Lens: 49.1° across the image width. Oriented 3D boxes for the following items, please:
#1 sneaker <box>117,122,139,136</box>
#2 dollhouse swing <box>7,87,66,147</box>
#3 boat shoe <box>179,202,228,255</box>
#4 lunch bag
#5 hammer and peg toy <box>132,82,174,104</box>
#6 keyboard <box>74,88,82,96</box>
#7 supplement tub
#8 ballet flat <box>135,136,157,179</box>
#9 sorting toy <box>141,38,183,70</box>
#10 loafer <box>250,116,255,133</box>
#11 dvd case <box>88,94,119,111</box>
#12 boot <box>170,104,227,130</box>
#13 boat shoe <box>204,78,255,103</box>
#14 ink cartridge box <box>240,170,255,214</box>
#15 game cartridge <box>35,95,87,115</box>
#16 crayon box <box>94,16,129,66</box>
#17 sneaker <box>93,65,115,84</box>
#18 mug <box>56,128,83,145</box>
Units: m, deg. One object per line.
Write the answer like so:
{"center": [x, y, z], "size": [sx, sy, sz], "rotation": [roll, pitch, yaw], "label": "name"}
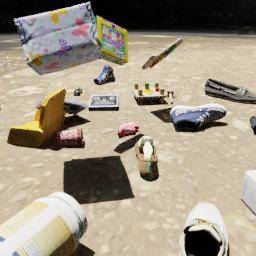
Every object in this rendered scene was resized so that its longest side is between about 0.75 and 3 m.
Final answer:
{"center": [0.032, 0.040, 10.852], "size": [0.471, 0.401, 1.087], "rotation": [19, 30, 34], "label": "sneaker"}
{"center": [-3.410, -0.564, 10.527], "size": [1.840, 1.780, 2.025], "rotation": [6, 26, 12], "label": "dollhouse swing"}
{"center": [1.502, 2.216, 5.421], "size": [0.967, 0.885, 2.588], "rotation": [7, 25, 15], "label": "boat shoe"}
{"center": [-1.754, -2.258, 7.512], "size": [1.889, 1.416, 2.228], "rotation": [-16, 1, -5], "label": "lunch bag"}
{"center": [1.421, -1.852, 14.562], "size": [2.236, 0.788, 1.644], "rotation": [-3, 24, -7], "label": "hammer and peg toy"}
{"center": [-2.780, -1.996, 15.735], "size": [0.541, 0.206, 1.040], "rotation": [-24, 27, 3], "label": "keyboard"}
{"center": [-1.701, 2.107, 5.203], "size": [1.263, 1.263, 1.749], "rotation": [14, 28, 28], "label": "supplement tub"}
{"center": [0.580, 0.729, 8.863], "size": [0.719, 0.767, 2.121], "rotation": [3, 24, 0], "label": "ballet flat"}
{"center": [1.505, -3.174, 12.304], "size": [1.686, 0.308, 1.561], "rotation": [-34, 2, -19], "label": "sorting toy"}
{"center": [5.087, -0.042, 10.824], "size": [0.576, 0.558, 1.642], "rotation": [7, 27, -6], "label": "loafer"}
{"center": [-1.186, -1.302, 14.029], "size": [1.438, 0.237, 1.913], "rotation": [-1, 24, -1], "label": "dvd case"}
{"center": [2.954, -0.367, 11.475], "size": [2.337, 0.850, 1.056], "rotation": [-3, 37, 2], "label": "boot"}
{"center": [5.431, -1.978, 14.767], "size": [2.978, 0.849, 0.996], "rotation": [18, 30, 34], "label": "boat shoe"}
{"center": [3.855, 1.784, 6.392], "size": [1.537, 0.892, 2.083], "rotation": [-5, 23, -12], "label": "ink cartridge box"}
{"center": [-2.797, -0.917, 11.784], "size": [1.847, 0.355, 1.197], "rotation": [8, -13, -35], "label": "game cartridge"}
{"center": [-0.618, -2.917, 9.522], "size": [0.416, 1.231, 1.427], "rotation": [-10, -12, 43], "label": "crayon box"}
{"center": [-1.505, -3.459, 17.844], "size": [0.720, 1.029, 1.781], "rotation": [16, 29, 33], "label": "sneaker"}
{"center": [-2.077, 0.386, 10.096], "size": [0.886, 0.786, 0.591], "rotation": [-5, 61, -2], "label": "mug"}
